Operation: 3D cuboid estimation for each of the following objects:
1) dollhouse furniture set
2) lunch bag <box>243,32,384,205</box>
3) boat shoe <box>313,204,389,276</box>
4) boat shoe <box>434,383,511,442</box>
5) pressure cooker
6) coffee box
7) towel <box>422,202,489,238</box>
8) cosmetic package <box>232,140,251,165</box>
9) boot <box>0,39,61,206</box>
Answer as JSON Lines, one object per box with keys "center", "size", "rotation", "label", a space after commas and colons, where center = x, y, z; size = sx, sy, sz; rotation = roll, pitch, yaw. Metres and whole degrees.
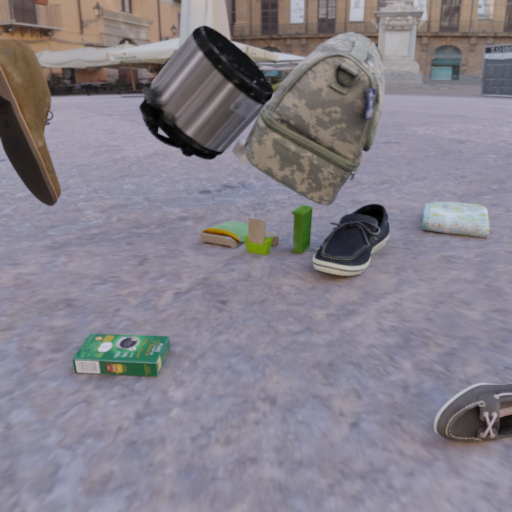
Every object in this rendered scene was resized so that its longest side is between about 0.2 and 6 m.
{"center": [-0.027, -0.710, 12.412], "size": [2.442, 0.943, 1.220], "rotation": [10, 23, 25], "label": "dollhouse furniture set"}
{"center": [1.185, -2.482, 9.400], "size": [1.897, 2.283, 2.722], "rotation": [28, 32, -2], "label": "lunch bag"}
{"center": [2.011, -0.376, 11.584], "size": [1.119, 0.934, 2.999], "rotation": [14, 26, 28], "label": "boat shoe"}
{"center": [2.864, 1.784, 6.413], "size": [1.786, 0.597, 0.509], "rotation": [-6, 17, -25], "label": "boat shoe"}
{"center": [-1.280, -3.601, 13.093], "size": [2.391, 2.718, 2.428], "rotation": [39, 25, -15], "label": "pressure cooker"}
{"center": [-1.876, 1.391, 7.884], "size": [1.199, 0.264, 0.737], "rotation": [1, 21, 4], "label": "coffee box"}
{"center": [4.879, -0.930, 13.713], "size": [1.514, 0.426, 1.769], "rotation": [7, 22, 19], "label": "towel"}
{"center": [-0.006, -2.489, 13.692], "size": [1.062, 0.378, 0.538], "rotation": [-2, 44, -47], "label": "cosmetic package"}
{"center": [-3.878, -2.279, 9.742], "size": [1.061, 2.883, 1.088], "rotation": [10, 36, 36], "label": "boot"}
